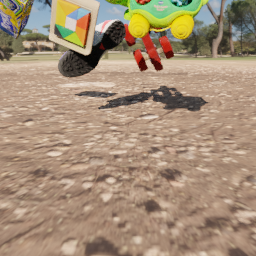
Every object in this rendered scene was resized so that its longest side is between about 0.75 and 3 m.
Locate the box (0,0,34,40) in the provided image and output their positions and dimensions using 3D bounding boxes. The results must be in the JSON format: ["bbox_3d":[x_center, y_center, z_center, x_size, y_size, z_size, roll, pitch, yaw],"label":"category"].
[{"bbox_3d":[-3.349,-3.558,8.340,0.729,0.794,2.267,30,-20,-20],"label":"box"}]

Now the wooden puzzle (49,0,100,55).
[{"bbox_3d":[-1.507,-2.845,7.542,1.336,1.444,0.269,24,34,7],"label":"wooden puzzle"}]

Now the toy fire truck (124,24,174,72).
[{"bbox_3d":[0.756,-3.392,11.043,1.408,2.511,2.109,-25,10,9],"label":"toy fire truck"}]

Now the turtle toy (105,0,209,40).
[{"bbox_3d":[0.573,-3.100,6.532,2.583,1.305,1.882,6,48,11],"label":"turtle toy"}]

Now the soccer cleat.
[{"bbox_3d":[-1.239,-2.536,8.920,0.994,0.926,2.715,20,58,45],"label":"soccer cleat"}]
